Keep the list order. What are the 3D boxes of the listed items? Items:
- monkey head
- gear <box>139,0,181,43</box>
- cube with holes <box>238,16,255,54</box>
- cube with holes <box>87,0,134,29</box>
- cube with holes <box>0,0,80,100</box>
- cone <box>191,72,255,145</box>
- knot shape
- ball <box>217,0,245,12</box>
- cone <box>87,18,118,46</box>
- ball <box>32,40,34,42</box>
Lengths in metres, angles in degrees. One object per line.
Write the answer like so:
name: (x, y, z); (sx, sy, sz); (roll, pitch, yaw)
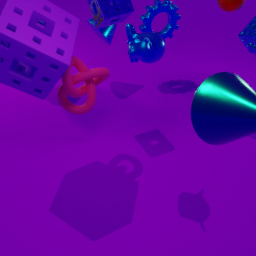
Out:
monkey head: (0.340, -1.688, 5.495); (0.721, 0.861, 1.197); (-11, 11, 22)
gear: (1.133, -3.752, 9.959); (1.508, 1.508, 0.279); (-15, 43, -16)
cube with holes: (4.360, -3.011, 9.131); (0.861, 0.861, 0.861); (-49, 26, 5)
cube with holes: (-0.466, -3.145, 7.139); (0.822, 0.822, 0.822); (-22, 9, -16)
cube with holes: (-1.996, -1.692, 5.770); (1.364, 1.364, 1.364); (22, 53, -27)
cone: (1.367, -0.150, 3.141); (0.943, 0.943, 0.946); (-16, 16, -18)
knot shape: (-1.159, -1.101, 6.657); (1.437, 1.345, 0.664); (-48, 54, -5)
ball: (2.759, -3.484, 7.468); (0.738, 0.738, 0.738); (0, 41, 0)
cone: (-0.631, -3.757, 9.875); (1.174, 1.169, 1.169); (-45, 51, 1)
ball: (-3.051, -3.118, 9.610); (1.233, 1.233, 1.233); (0, 41, 0)
